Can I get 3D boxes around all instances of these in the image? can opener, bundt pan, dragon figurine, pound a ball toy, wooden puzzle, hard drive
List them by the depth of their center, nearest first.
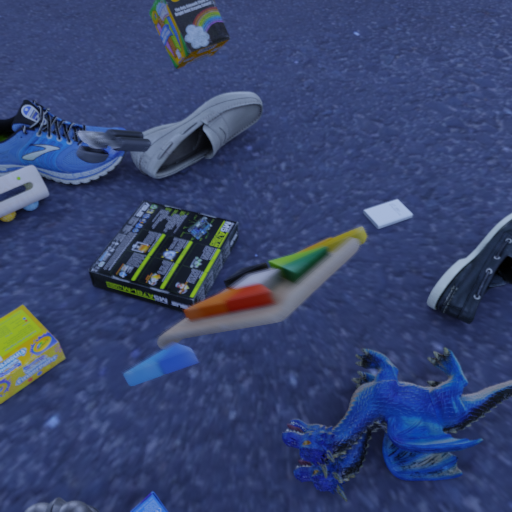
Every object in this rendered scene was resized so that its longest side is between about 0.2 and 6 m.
[{"bbox_3d":[-2.469,3.696,6.665,1.729,0.649,1.729,-1,45,1],"label":"bundt pan"},{"bbox_3d":[0.033,0.394,6.868,2.289,0.397,3.393,-22,8,31],"label":"wooden puzzle"},{"bbox_3d":[2.305,2.350,7.635,3.876,1.141,1.927,3,45,4],"label":"dragon figurine"},{"bbox_3d":[-2.614,-1.990,10.171,0.450,0.565,1.689,44,23,12],"label":"can opener"},{"bbox_3d":[-5.132,-1.012,10.980,2.038,0.866,1.329,-32,19,-28],"label":"pound a ball toy"},{"bbox_3d":[2.705,-0.863,11.509,0.837,0.110,0.552,-19,48,-17],"label":"hard drive"}]

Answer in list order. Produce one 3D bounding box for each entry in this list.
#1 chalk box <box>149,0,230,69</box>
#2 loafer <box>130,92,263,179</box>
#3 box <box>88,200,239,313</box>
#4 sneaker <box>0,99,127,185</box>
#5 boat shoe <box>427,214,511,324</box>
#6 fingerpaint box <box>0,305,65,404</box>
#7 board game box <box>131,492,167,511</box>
[{"bbox_3d":[-1.256,-4.241,9.900,0.899,1.440,0.892,-28,10,-23],"label":"chalk box"},{"bbox_3d":[-1.164,-2.679,12.645,3.361,1.175,1.173,-32,58,-18],"label":"loafer"},{"bbox_3d":[-1.654,-0.048,10.449,2.083,0.512,2.157,15,47,12],"label":"box"},{"bbox_3d":[-4.459,-2.469,12.019,3.462,1.543,1.360,-3,47,0],"label":"sneaker"},{"bbox_3d":[4.203,0.211,9.818,2.776,1.038,0.921,-33,56,-28],"label":"boat shoe"},{"bbox_3d":[-3.930,1.578,8.841,1.120,0.492,1.343,34,55,30],"label":"fingerpaint box"},{"bbox_3d":[-1.134,3.931,6.087,1.538,0.455,2.022,-34,76,-30],"label":"board game box"}]
